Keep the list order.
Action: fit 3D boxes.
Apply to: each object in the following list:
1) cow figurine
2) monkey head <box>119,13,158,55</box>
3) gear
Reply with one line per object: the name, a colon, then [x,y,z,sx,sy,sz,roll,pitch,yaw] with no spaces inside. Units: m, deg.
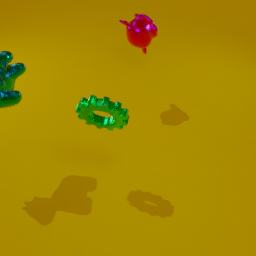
cow figurine: [-2.909,-0.690,5.648,1.568,0.875,1.593,-14,58,20]
monkey head: [0.292,-2.778,7.957,0.850,1.411,1.015,-42,46,7]
gear: [-0.516,-0.282,5.687,1.066,1.066,0.197,8,64,8]
